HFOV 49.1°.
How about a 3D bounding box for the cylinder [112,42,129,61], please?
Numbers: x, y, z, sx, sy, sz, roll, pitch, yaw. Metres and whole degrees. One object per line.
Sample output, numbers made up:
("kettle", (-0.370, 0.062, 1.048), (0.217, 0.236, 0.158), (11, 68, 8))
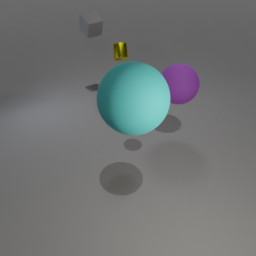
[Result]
("cylinder", (-0.352, -3.563, 13.132), (0.700, 0.700, 0.700), (-6, -1, 0))

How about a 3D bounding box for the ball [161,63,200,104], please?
("ball", (1.757, -1.516, 9.692), (1.400, 1.400, 1.400), (0, 32, 0))

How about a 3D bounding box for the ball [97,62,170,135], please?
("ball", (0.101, -0.557, 5.372), (1.400, 1.400, 1.400), (0, 32, 0))

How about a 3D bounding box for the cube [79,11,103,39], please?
("cube", (-1.505, -4.201, 11.407), (0.700, 0.700, 0.700), (-26, 63, -26))
